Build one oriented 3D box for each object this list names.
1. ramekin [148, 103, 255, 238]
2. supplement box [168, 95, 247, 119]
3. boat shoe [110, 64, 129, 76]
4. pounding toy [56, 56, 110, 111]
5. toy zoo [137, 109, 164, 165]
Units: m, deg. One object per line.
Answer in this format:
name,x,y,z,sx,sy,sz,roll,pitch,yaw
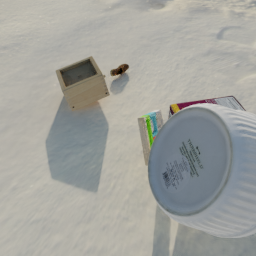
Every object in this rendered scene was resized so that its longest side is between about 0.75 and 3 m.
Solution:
ramekin,1.607,0.773,5.657,1.406,2.678,2.678,18,31,-34
supplement box,2.137,-0.048,7.802,1.928,1.262,0.995,-8,45,-11
boat shoe,-0.262,-2.238,10.869,0.317,0.338,0.939,14,37,43
pounding toy,-1.457,-1.574,9.751,1.624,1.254,1.764,-23,44,-6
toy zoo,0.715,0.160,7.364,0.183,1.174,1.790,-7,7,23
